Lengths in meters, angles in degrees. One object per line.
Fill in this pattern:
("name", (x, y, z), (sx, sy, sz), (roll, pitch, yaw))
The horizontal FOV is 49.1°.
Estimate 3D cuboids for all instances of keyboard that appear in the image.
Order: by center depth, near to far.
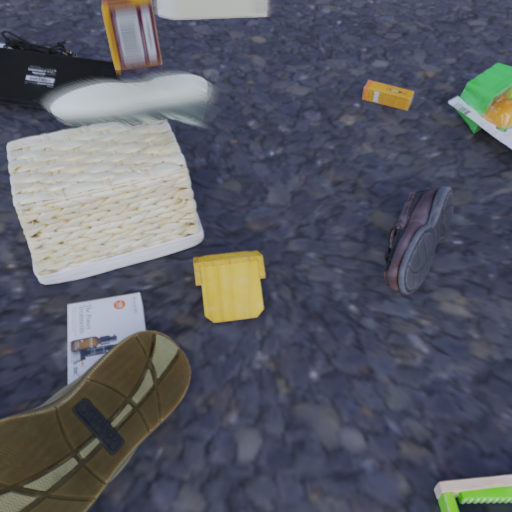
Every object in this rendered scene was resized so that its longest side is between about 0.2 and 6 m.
("keyboard", (-4.125, -3.490, 10.989), (3.007, 0.596, 1.565), (7, 74, -4))

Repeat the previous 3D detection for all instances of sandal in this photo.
("sandal", (-2.034, 1.977, 5.922), (1.312, 0.882, 3.268), (54, 47, -1))

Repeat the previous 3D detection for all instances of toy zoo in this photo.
("toy zoo", (2.783, 3.261, 5.258), (1.535, 0.239, 2.339), (-4, 48, -3))

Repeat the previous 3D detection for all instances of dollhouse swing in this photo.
("dollhouse swing", (-0.360, 0.417, 7.835), (0.943, 0.829, 0.857), (-7, 7, -6))

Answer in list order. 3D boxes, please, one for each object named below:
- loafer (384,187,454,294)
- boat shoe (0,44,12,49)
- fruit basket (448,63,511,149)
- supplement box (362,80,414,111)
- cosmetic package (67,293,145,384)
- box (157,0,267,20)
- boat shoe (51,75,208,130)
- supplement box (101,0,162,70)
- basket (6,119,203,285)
("loafer", (2.245, -0.260, 8.148), (0.719, 0.821, 2.284), (8, 40, 33))
("boat shoe", (-5.657, -3.686, 11.238), (1.906, 0.701, 0.636), (-14, 64, 0))
("fruit basket", (4.709, -2.509, 10.122), (1.846, 0.934, 1.993), (-36, 73, -27))
("supplement box", (2.557, -3.115, 10.874), (0.925, 0.318, 0.308), (19, 52, 18))
("cosmetic package", (-1.879, 1.113, 7.117), (0.961, 0.329, 1.275), (-8, 49, -11))
("box", (-0.422, -2.517, 5.473), (1.027, 0.351, 0.422), (-15, 32, -28))
("boat shoe", (-1.544, -1.815, 7.064), (1.931, 0.596, 0.703), (-14, 45, -15))
("supplement box", (-1.488, -2.783, 6.647), (0.553, 0.713, 1.292), (-10, 38, -8))
("basket", (-2.167, -0.909, 8.094), (2.484, 1.532, 1.683), (-15, 51, -14))
